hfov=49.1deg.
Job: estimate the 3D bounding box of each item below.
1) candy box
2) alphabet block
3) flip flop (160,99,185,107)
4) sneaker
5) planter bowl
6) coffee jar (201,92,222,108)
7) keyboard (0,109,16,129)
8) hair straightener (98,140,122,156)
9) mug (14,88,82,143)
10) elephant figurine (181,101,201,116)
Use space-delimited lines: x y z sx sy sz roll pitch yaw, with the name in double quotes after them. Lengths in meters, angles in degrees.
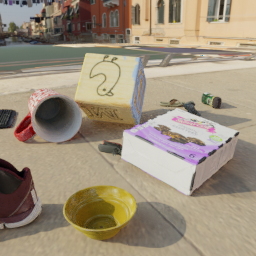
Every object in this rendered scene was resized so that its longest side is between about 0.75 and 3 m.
1.617 0.508 8.478 2.381 1.015 2.838 25 32 34 "candy box"
-0.582 -1.513 11.317 2.224 2.173 2.184 6 -18 12 "alphabet block"
2.251 -1.309 14.264 1.276 0.367 0.517 2 22 6 "flip flop"
-3.328 1.374 5.731 2.873 1.659 1.087 -11 24 -25 "sneaker"
-0.570 1.874 5.890 1.505 0.627 1.505 0 21 0 "planter bowl"
4.235 -1.394 14.181 0.488 0.596 1.144 -5 23 -20 "coffee jar"
-5.770 -0.425 12.244 1.466 0.238 2.308 -6 22 -14 "keyboard"
-0.239 0.827 9.057 1.743 0.357 0.671 16 29 24 "hair straightener"
-3.263 -0.637 10.826 2.333 1.754 2.629 -8 20 -23 "mug"
2.928 -0.877 13.032 0.654 0.597 0.843 -23 32 19 "elephant figurine"
